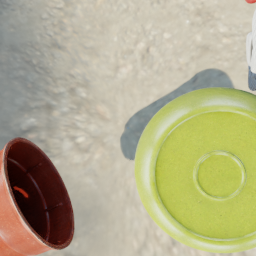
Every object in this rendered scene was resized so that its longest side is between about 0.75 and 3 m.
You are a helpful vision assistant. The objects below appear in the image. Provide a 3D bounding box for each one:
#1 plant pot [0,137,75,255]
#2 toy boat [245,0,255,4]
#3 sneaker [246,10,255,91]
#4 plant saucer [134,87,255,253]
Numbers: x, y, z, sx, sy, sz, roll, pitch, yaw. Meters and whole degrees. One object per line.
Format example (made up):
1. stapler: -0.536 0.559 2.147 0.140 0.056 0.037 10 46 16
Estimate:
1. plant pot: -1.884 1.227 3.953 1.617 1.663 1.663 -27 70 4
2. toy boat: 3.341 -3.240 6.827 0.756 0.755 1.156 56 41 -1
3. sneaker: 2.821 -1.252 4.497 1.625 2.856 1.078 -2 89 19
4. plant saucer: 1.106 0.556 3.434 2.136 0.332 2.136 0 93 10
